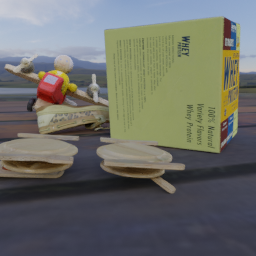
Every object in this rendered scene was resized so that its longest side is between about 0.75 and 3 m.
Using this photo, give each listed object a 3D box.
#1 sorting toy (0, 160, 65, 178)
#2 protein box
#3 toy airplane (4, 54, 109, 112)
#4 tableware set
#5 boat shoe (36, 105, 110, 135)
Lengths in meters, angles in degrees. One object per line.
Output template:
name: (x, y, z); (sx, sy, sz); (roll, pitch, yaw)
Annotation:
sorting toy: (-1.434, 0.478, 4.232); (1.013, 0.182, 1.360); (-1, 9, -9)
protein box: (0.965, -0.922, 5.890); (2.355, 2.338, 1.589); (5, 16, 31)
toy airplane: (-2.413, -1.526, 9.860); (2.901, 2.056, 2.914); (27, 10, 39)
tableware set: (-0.493, 0.416, 3.362); (2.040, 0.409, 1.348); (4, 8, -7)
boat shoe: (-1.237, -0.187, 7.388); (2.292, 0.719, 0.840); (-1, -10, -29)
